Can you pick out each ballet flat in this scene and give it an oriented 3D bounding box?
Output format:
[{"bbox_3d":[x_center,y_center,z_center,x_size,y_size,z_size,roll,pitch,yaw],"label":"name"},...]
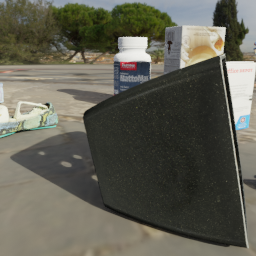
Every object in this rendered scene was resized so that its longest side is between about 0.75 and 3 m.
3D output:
[{"bbox_3d":[-2.861,-0.248,7.000,0.859,0.859,2.313,14,21,41],"label":"ballet flat"}]

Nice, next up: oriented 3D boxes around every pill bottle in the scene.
[{"bbox_3d":[0.161,-2.287,11.151,1.492,2.494,1.492,0,15,0],"label":"pill bottle"}]

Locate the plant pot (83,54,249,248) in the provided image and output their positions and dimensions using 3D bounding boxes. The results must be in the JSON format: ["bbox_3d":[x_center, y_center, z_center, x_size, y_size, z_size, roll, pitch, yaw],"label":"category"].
[{"bbox_3d":[0.549,0.163,3.761,1.713,1.927,1.931,-7,12,23],"label":"plant pot"}]

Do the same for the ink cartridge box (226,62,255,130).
[{"bbox_3d":[2.510,-0.823,7.244,1.274,1.745,0.735,-8,17,-27],"label":"ink cartridge box"}]

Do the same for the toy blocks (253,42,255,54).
[{"bbox_3d":[4.506,-2.646,9.384,0.600,0.878,0.439,-22,24,25],"label":"toy blocks"}]

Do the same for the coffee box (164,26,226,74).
[{"bbox_3d":[1.978,-1.698,8.658,1.530,2.675,1.066,-6,17,-20],"label":"coffee box"}]

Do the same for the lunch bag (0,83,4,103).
[{"bbox_3d":[-5.550,-1.294,10.490,1.315,0.985,1.550,-1,5,-10],"label":"lunch bag"}]
